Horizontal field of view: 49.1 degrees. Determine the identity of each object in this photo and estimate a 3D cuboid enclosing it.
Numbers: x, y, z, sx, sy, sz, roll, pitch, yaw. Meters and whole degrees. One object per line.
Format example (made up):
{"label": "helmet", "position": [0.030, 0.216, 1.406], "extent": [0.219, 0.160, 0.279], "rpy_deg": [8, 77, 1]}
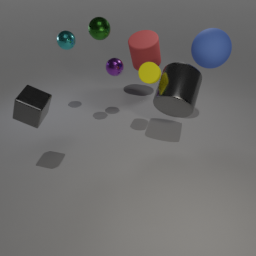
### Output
{"label": "cube", "position": [-2.489, -0.557, 7.294], "extent": [0.700, 0.700, 0.700], "rpy_deg": [23, 42, -7]}
{"label": "ball", "position": [-0.899, -3.131, 8.826], "extent": [0.700, 0.700, 0.700], "rpy_deg": [0, 30, 0]}
{"label": "ball", "position": [-0.520, -2.376, 10.910], "extent": [0.700, 0.700, 0.700], "rpy_deg": [0, 30, 0]}
{"label": "ball", "position": [2.992, -2.857, 10.081], "extent": [1.400, 1.400, 1.400], "rpy_deg": [0, 30, 0]}
{"label": "cylinder", "position": [1.718, -1.289, 9.668], "extent": [1.400, 1.400, 1.400], "rpy_deg": [12, 68, 20]}
{"label": "cylinder", "position": [0.746, -1.856, 9.494], "extent": [0.700, 0.700, 0.700], "rpy_deg": [6, 9, 10]}
{"label": "cylinder", "position": [0.802, -3.615, 13.195], "extent": [1.400, 1.400, 1.400], "rpy_deg": [-6, 52, 8]}
{"label": "ball", "position": [-2.328, -3.307, 10.559], "extent": [0.700, 0.700, 0.700], "rpy_deg": [0, 30, 0]}
